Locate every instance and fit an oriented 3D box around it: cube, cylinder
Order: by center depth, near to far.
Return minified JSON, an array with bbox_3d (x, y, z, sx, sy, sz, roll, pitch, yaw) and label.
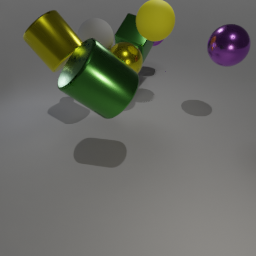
[{"bbox_3d":[-0.700,-1.142,6.659,1.400,1.400,1.400,33,19,-31],"label":"cylinder"},{"bbox_3d":[-2.352,-2.761,9.014,1.400,1.400,1.400,-39,11,9],"label":"cylinder"},{"bbox_3d":[0.335,-4.044,12.784,1.400,1.400,1.400,24,71,10],"label":"cube"}]

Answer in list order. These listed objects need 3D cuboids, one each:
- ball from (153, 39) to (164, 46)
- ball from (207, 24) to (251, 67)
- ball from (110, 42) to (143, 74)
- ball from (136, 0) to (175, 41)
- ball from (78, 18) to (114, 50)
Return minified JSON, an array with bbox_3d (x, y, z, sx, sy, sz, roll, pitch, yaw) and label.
[{"bbox_3d":[1.203,-4.800,13.973,1.400,1.400,1.400,0,33,0],"label":"ball"},{"bbox_3d":[3.431,-2.813,9.575,1.400,1.400,1.400,0,33,0],"label":"ball"},{"bbox_3d":[-0.131,-2.584,10.776,1.400,1.400,1.400,0,33,0],"label":"ball"},{"bbox_3d":[0.982,-3.846,10.048,1.400,1.400,1.400,0,33,0],"label":"ball"},{"bbox_3d":[-1.253,-3.523,10.882,1.400,1.400,1.400,0,33,0],"label":"ball"}]
